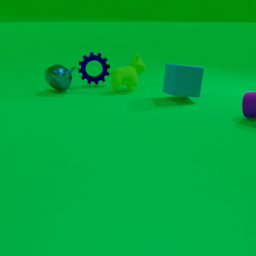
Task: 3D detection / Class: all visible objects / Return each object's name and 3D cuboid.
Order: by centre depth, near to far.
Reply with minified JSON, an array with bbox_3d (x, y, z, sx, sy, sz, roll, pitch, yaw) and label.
[{"bbox_3d":[3.538,-0.627,7.535,0.710,0.710,0.710,3,19,41],"label":"cylinder"},{"bbox_3d":[1.795,-1.576,9.241,0.968,0.968,0.968,2,14,-13],"label":"cube"},{"bbox_3d":[-2.443,-1.889,10.160,1.645,1.023,0.805,-2,49,48],"label":"teapot"},{"bbox_3d":[-0.014,-2.083,10.354,1.405,1.383,0.771,0,-17,-20],"label":"cow figurine"},{"bbox_3d":[-1.323,-2.323,10.930,1.239,1.239,0.229,-4,23,-9],"label":"gear"}]
